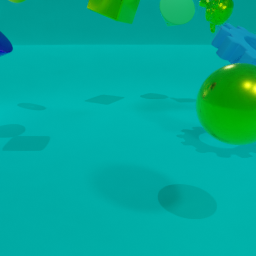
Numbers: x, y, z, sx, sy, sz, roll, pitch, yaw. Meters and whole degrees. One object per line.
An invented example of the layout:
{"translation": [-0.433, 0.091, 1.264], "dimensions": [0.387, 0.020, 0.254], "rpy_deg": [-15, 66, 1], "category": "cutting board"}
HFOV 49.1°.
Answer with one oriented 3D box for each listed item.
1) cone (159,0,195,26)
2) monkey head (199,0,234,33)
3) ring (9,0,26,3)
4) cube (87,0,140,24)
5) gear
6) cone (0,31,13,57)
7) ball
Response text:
{"translation": [1.482, -3.710, 9.385], "dimensions": [1.159, 1.159, 1.163], "rpy_deg": [-3, -9, -8], "category": "cone"}
{"translation": [2.621, -3.553, 8.319], "dimensions": [0.790, 1.311, 0.943], "rpy_deg": [4, 37, -36], "category": "monkey head"}
{"translation": [-2.735, -3.764, 6.724], "dimensions": [1.396, 1.396, 0.279], "rpy_deg": [11, 23, 31], "category": "ring"}
{"translation": [-0.358, -3.791, 8.184], "dimensions": [1.081, 1.081, 1.081], "rpy_deg": [29, 24, 16], "category": "cube"}
{"translation": [2.402, -1.245, 5.042], "dimensions": [1.819, 0.336, 1.819], "rpy_deg": [17, 39, -14], "category": "gear"}
{"translation": [-3.023, -1.480, 5.532], "dimensions": [1.021, 1.025, 1.021], "rpy_deg": [40, 19, -17], "category": "cone"}
{"translation": [1.122, -0.240, 2.869], "dimensions": [0.834, 0.834, 0.834], "rpy_deg": [0, 18, 0], "category": "ball"}
